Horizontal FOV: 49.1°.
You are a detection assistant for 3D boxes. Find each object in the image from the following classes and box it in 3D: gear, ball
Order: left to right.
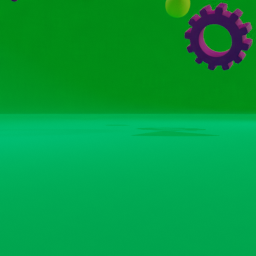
[{"bbox_3d":[1.482,-3.672,8.346,0.721,0.721,0.721,0,3,0],"label":"ball"},{"bbox_3d":[2.036,-2.044,6.419,1.475,1.475,0.273,3,38,43],"label":"gear"}]

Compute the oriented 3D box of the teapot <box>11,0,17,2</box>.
[{"bbox_3d":[-2.562,-3.163,5.608,0.847,1.363,0.667,-25,5,21],"label":"teapot"}]
